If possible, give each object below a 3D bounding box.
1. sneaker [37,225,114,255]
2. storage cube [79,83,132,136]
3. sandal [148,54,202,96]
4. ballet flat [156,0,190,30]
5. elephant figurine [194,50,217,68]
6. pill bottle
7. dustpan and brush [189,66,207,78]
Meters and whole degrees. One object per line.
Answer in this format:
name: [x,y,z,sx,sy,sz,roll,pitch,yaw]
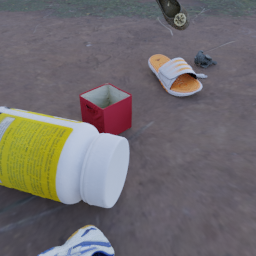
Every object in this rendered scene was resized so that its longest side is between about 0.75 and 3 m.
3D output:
sneaker: [-0.971,2.267,4.447,1.705,0.642,0.752,-30,46,-34]
storage cube: [-0.613,-0.455,7.806,1.210,1.087,1.034,-30,46,-34]
sandal: [1.503,-2.156,10.095,1.119,0.837,2.920,-25,46,-11]
ballet flat: [1.405,-4.413,9.828,0.763,2.264,0.525,-31,-11,19]
elephant figurine: [3.207,-2.776,11.490,0.883,0.625,0.685,30,72,13]
pill bottle: [-1.578,0.600,5.854,2.956,1.689,1.689,11,38,16]
dustpan and brush: [2.324,-2.108,10.753,1.403,0.402,0.979,3,47,15]
